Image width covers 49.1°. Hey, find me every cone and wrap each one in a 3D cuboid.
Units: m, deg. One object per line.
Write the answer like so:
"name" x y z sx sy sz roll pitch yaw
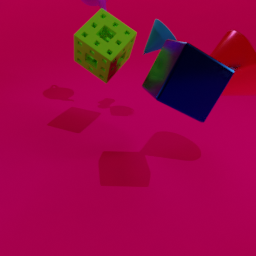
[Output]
"cone" 1.824 -1.057 6.112 1.548 1.542 1.542 -27 31 3
"cone" 0.747 -2.384 7.870 0.908 0.905 0.905 -43 33 8

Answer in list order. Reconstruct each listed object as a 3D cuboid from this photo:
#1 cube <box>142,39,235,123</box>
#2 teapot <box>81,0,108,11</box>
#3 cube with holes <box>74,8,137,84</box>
"cube" 1.043 -0.888 5.153 1.045 1.045 1.045 24 14 -19
"teapot" -1.002 -4.193 8.468 1.253 0.987 2.015 -21 62 -4
"cube with holes" -0.638 -2.156 7.481 1.131 1.131 1.131 36 68 4
